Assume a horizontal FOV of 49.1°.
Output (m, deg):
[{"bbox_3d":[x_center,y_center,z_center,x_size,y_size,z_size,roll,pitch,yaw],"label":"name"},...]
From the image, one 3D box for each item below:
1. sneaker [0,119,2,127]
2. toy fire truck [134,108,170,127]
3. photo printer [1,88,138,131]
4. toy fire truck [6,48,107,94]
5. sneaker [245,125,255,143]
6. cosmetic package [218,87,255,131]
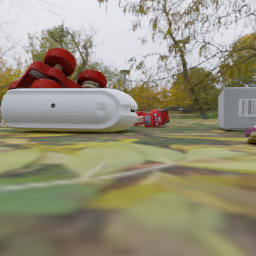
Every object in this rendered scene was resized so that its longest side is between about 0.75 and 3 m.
[{"bbox_3d":[-4.975,-0.489,9.046,1.913,0.949,0.676,-1,4,11],"label":"sneaker"},{"bbox_3d":[0.702,-0.346,9.979,1.477,0.510,2.094,-7,5,18],"label":"toy fire truck"},{"bbox_3d":[-1.114,-0.392,6.535,2.664,0.925,2.216,1,1,8],"label":"photo printer"},{"bbox_3d":[-2.157,-0.957,9.054,2.907,1.630,2.441,30,-37,-29],"label":"toy fire truck"},{"bbox_3d":[1.844,-0.078,3.581,0.438,0.527,1.169,2,3,44],"label":"sneaker"},{"bbox_3d":[3.121,-0.472,7.486,1.321,1.115,2.473,1,-1,17],"label":"cosmetic package"}]
